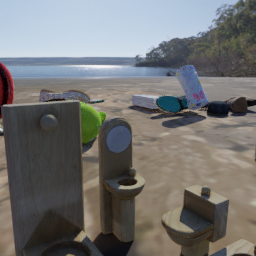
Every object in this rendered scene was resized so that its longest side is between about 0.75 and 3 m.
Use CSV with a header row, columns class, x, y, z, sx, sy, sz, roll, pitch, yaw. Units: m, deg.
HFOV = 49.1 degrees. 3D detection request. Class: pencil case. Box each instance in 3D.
class,x,y,z,sx,sy,sz,roll,pitch,yaw
pencil case,2.577,-1.631,11.348,0.830,1.830,0.761,-25,-17,24

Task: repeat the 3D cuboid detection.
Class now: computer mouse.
class,x,y,z,sx,sy,sz,roll,pitch,yaw
computer mouse,3.677,-0.922,11.679,1.335,0.508,1.928,5,13,9

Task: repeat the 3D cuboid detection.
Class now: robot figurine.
class,x,y,z,sx,sy,sz,roll,pitch,yaw
robot figurine,-1.359,-0.190,7.385,1.536,1.013,1.751,-8,15,-30

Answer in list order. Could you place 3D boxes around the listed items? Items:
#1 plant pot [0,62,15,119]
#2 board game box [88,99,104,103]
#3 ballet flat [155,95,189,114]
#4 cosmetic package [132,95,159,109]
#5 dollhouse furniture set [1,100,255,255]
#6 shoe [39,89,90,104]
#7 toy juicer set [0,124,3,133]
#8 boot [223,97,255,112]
class,x,y,z,sx,sy,sz,roll,pitch,yaw
plant pot,-5.162,-1.226,9.239,2.355,2.355,2.145,9,6,35
board game box,-1.724,-1.422,14.827,0.555,0.120,0.824,10,16,34
ballet flat,2.014,-0.951,11.674,2.240,0.847,0.716,-4,-14,-25
cosmetic package,0.997,-1.242,12.981,0.838,0.514,2.029,-5,12,-26
dollhouse furniture set,0.162,0.638,2.378,1.857,1.591,1.953,-8,15,-32
shoe,-3.080,-1.344,13.464,2.561,0.895,0.684,5,57,11
toy juicer set,-3.494,-0.388,9.106,1.476,0.631,2.320,10,17,36
boot,4.687,-1.055,12.338,1.828,0.642,1.336,-7,8,-31
